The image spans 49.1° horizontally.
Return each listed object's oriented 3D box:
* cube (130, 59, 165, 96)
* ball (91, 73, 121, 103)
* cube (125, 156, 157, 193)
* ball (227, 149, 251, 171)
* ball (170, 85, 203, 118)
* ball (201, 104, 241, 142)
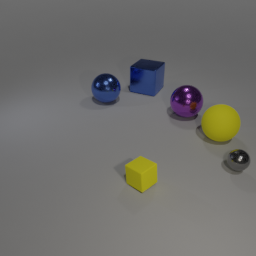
[{"bbox_3d":[1.006,-2.648,14.539,1.400,1.400,1.400,14,34,22],"label":"cube"},{"bbox_3d":[-1.042,-1.888,13.286,1.400,1.400,1.400,0,32,0],"label":"ball"},{"bbox_3d":[0.411,1.394,8.553,0.700,0.700,0.700,-27,34,-37],"label":"cube"},{"bbox_3d":[3.541,1.023,8.963,0.700,0.700,0.700,0,32,0],"label":"ball"},{"bbox_3d":[2.507,-1.139,12.000,1.400,1.400,1.400,0,32,0],"label":"ball"},{"bbox_3d":[3.474,-0.190,10.515,1.400,1.400,1.400,0,32,0],"label":"ball"}]
